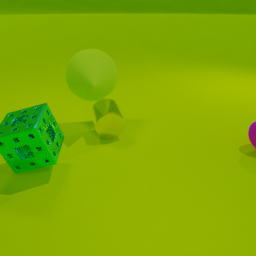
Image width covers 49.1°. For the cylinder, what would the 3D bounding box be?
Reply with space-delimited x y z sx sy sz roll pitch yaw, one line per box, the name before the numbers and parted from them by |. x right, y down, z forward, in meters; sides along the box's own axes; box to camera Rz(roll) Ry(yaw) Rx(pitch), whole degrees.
cylinder | -0.510 -0.239 7.069 0.759 0.759 0.759 -6 35 -13

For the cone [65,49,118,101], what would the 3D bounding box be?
cone | -0.890 -1.192 7.022 1.426 1.426 1.431 -3 20 -7

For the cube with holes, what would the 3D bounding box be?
cube with holes | -1.879 0.193 5.418 0.871 0.871 0.871 -14 35 9

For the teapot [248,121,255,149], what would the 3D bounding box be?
teapot | 3.109 0.172 6.335 1.147 0.713 0.562 -58 11 -25
